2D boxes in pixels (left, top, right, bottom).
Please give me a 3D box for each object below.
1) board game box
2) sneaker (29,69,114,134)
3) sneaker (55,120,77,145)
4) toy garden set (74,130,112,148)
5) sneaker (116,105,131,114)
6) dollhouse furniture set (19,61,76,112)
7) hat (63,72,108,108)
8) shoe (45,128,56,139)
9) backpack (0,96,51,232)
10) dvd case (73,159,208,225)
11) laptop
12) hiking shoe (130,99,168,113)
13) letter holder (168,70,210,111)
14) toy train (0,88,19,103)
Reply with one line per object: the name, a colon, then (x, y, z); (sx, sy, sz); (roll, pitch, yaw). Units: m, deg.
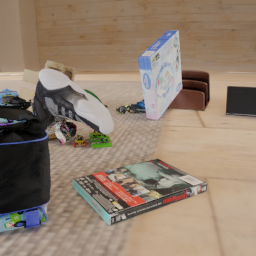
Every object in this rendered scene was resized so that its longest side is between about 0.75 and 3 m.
board game box: (1.468, -2.260, 11.826); (0.603, 2.766, 2.779); (11, 41, 30)
sneaker: (-1.758, -0.425, 8.341); (2.718, 1.547, 1.026); (40, 24, 6)
sneaker: (-1.957, 0.036, 9.043); (0.654, 0.608, 1.515); (-24, 30, -5)
toy garden set: (-1.155, 0.291, 8.914); (1.151, 0.276, 1.381); (-3, 15, -11)
sneaker: (-0.294, -0.862, 13.237); (0.438, 0.400, 1.082); (1, 6, 29)
dollhouse furniture set: (-3.415, -1.868, 13.658); (2.194, 2.560, 2.692); (19, 9, 39)
hat: (-2.058, -1.894, 14.203); (2.056, 1.810, 1.703); (-6, 16, -22)
shoe: (-3.409, 0.003, 9.345); (2.285, 0.610, 0.799); (6, 16, 22)
backpack: (-2.831, 0.594, 4.548); (2.816, 1.894, 2.570); (-6, 16, -25)
dvd case: (0.225, 1.161, 5.688); (2.238, 0.246, 1.633); (-10, 18, -31)
laptop: (5.668, -1.251, 12.536); (2.309, 1.429, 2.466); (7, 16, 22)
hiking shoe: (0.998, -1.289, 13.618); (2.159, 0.936, 0.803); (-11, 18, -35)
letter holder: (2.824, -1.959, 14.176); (2.378, 1.690, 1.196); (7, 31, 27)
toy train: (-6.468, -1.299, 13.560); (2.458, 1.065, 1.404); (-8, 23, -29)
